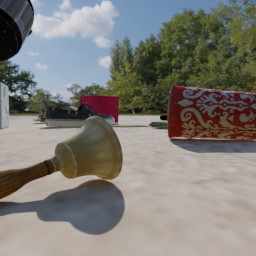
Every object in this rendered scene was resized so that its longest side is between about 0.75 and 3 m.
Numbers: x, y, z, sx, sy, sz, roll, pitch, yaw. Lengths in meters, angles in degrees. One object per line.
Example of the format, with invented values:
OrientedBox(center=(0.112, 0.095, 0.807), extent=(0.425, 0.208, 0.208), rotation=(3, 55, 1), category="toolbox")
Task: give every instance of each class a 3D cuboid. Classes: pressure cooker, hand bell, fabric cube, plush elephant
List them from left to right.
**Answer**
OrientedBox(center=(-3.749, -3.212, 8.176), extent=(1.888, 2.114, 1.859), rotation=(27, -45, -25), category="pressure cooker")
OrientedBox(center=(-0.470, 0.222, 1.536), extent=(0.814, 0.424, 0.424), rotation=(-17, 14, -39), category="hand bell")
OrientedBox(center=(-3.768, -0.608, 12.662), extent=(0.834, 1.078, 0.888), rotation=(-23, -21, 26), category="plush elephant")
OrientedBox(center=(-1.201, -0.780, 11.816), extent=(1.157, 1.179, 1.175), rotation=(4, 5, 36), category="fabric cube")

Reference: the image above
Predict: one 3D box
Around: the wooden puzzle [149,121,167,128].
OrientedBox(center=(1.630, -0.102, 8.144), extent=(2.466, 0.173, 1.462), rotation=(3, 4, 33), category="wooden puzzle")

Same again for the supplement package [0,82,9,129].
OrientedBox(center=(-4.504, -0.610, 7.697), extent=(2.121, 1.270, 1.286), rotation=(-1, 3, -15), category="supplement package")

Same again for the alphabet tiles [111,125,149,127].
OrientedBox(center=(-0.047, -0.069, 9.097), extent=(1.149, 0.043, 0.961), rotation=(-1, 3, -24), category="alphabet tiles")

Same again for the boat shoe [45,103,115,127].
OrientedBox(center=(-1.537, -0.440, 9.200), extent=(2.303, 0.763, 0.805), rotation=(-1, 3, -20), category="boat shoe")

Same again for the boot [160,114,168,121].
OrientedBox(center=(2.546, -0.452, 11.771), extent=(2.797, 0.958, 2.633), rotation=(-10, 15, -29), category="boot")

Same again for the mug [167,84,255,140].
OrientedBox(center=(1.426, -0.248, 4.739), extent=(1.370, 0.914, 1.216), rotation=(4, 6, 15), category="mug")
